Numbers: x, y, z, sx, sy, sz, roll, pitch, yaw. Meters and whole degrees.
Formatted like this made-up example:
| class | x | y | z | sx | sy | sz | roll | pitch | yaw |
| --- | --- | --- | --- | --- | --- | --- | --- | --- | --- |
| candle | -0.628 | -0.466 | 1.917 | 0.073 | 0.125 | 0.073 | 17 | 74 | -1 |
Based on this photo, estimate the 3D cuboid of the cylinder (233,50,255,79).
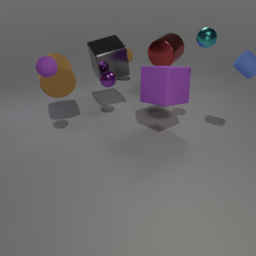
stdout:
| class | x | y | z | sx | sy | sz | roll | pitch | yaw |
| --- | --- | --- | --- | --- | --- | --- | --- | --- | --- |
| cylinder | 4.116 | -2.176 | 9.623 | 0.700 | 0.700 | 0.700 | 40 | 34 | -6 |

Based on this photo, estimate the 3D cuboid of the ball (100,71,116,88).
| class | x | y | z | sx | sy | sz | roll | pitch | yaw |
| --- | --- | --- | --- | --- | --- | --- | --- | --- | --- |
| ball | -0.842 | -2.047 | 11.748 | 0.700 | 0.700 | 0.700 | 0 | 31 | 0 |

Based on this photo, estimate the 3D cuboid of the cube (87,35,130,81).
| class | x | y | z | sx | sy | sz | roll | pitch | yaw |
| --- | --- | --- | --- | --- | --- | --- | --- | --- | --- |
| cube | -0.866 | -3.087 | 12.502 | 1.400 | 1.400 | 1.400 | -19 | 45 | -11 |

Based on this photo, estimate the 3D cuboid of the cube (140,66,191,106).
| class | x | y | z | sx | sy | sz | roll | pitch | yaw |
| --- | --- | --- | --- | --- | --- | --- | --- | --- | --- |
| cube | 1.452 | -1.686 | 10.938 | 1.400 | 1.400 | 1.400 | -12 | 19 | -41 |

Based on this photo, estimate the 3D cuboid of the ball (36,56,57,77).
| class | x | y | z | sx | sy | sz | roll | pitch | yaw |
| --- | --- | --- | --- | --- | --- | --- | --- | --- | --- |
| ball | -2.708 | -2.037 | 9.322 | 0.700 | 0.700 | 0.700 | 0 | 31 | 0 |

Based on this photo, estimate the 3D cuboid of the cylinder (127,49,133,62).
| class | x | y | z | sx | sy | sz | roll | pitch | yaw |
| --- | --- | --- | --- | --- | --- | --- | --- | --- | --- |
| cylinder | -0.194 | -3.984 | 15.552 | 0.700 | 0.700 | 0.700 | -7 | 24 | 31 |

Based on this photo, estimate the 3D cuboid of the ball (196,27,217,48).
| class | x | y | z | sx | sy | sz | roll | pitch | yaw |
| --- | --- | --- | --- | --- | --- | --- | --- | --- | --- |
| ball | 2.707 | -3.102 | 9.644 | 0.700 | 0.700 | 0.700 | 0 | 31 | 0 |

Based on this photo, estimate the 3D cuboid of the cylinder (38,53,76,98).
| class | x | y | z | sx | sy | sz | roll | pitch | yaw |
| --- | --- | --- | --- | --- | --- | --- | --- | --- | --- |
| cylinder | -2.942 | -2.167 | 11.501 | 1.400 | 1.400 | 1.400 | -10 | 38 | -16 |

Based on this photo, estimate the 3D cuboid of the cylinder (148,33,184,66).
| class | x | y | z | sx | sy | sz | roll | pitch | yaw |
| --- | --- | --- | --- | --- | --- | --- | --- | --- | --- |
| cylinder | 1.896 | -3.832 | 13.855 | 1.400 | 1.400 | 1.400 | 17 | 37 | 26 |
